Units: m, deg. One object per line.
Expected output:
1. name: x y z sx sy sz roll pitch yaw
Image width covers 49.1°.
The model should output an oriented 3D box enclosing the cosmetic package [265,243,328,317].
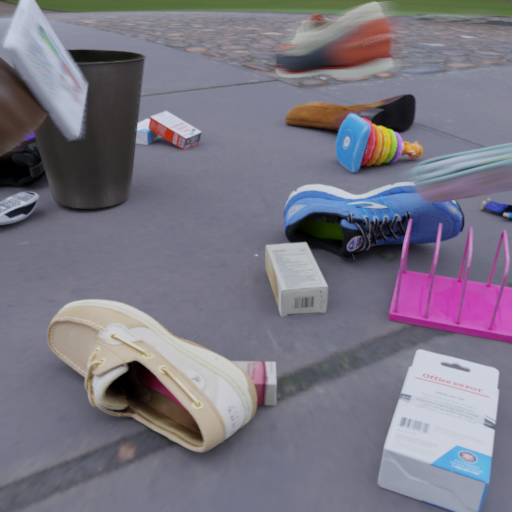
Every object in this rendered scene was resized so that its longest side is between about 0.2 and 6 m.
1. cosmetic package: 0.592 0.336 8.665 0.725 0.490 1.378 -4 30 -6

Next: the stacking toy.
1. stacking toy: 3.112 -2.657 13.576 2.133 1.238 1.171 2 29 -20

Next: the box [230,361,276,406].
1. box: -0.087 1.522 6.704 0.652 0.355 0.417 0 29 0

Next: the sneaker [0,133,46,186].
1. sneaker: -4.939 -2.249 12.696 3.389 1.178 1.686 -21 37 -22

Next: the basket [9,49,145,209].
1. basket: -3.423 -2.545 11.264 2.565 2.844 1.934 -18 33 -37

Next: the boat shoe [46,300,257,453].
1. boat shoe: -1.428 1.317 6.357 2.866 1.056 0.991 16 28 25

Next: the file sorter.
1. file sorter: 3.002 0.273 8.086 1.873 1.175 1.302 9 30 16

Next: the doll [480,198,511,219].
1. doll: 5.018 -0.899 11.118 0.663 0.236 0.972 -25 38 -35

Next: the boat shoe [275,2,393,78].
1. boat shoe: 0.927 -2.835 7.484 0.880 0.774 2.473 -25 25 -15

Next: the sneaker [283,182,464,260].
1. sneaker: 1.937 -0.459 9.617 3.092 1.214 1.378 0 36 17

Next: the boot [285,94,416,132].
1. boot: 2.836 -4.145 16.490 3.037 1.040 2.859 19 43 42

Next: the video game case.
1. video game case: -3.057 -2.775 8.320 0.192 1.618 1.473 -16 48 8

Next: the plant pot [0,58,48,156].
1. plant pot: -3.984 -2.343 7.729 1.477 1.581 1.477 -15 45 16

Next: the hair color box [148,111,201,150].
1. hair color box: -2.170 -3.345 14.927 1.242 0.397 0.689 32 39 17

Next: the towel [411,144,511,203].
1. towel: 3.151 -1.151 8.215 1.575 0.379 1.348 -8 -14 22

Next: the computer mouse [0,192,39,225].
1. computer mouse: -4.877 -0.707 10.678 0.955 0.382 1.741 16 39 35

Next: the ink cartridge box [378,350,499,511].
1. ink cartridge box: 1.999 1.800 5.988 0.980 0.573 1.690 13 32 21

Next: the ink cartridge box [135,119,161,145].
1. ink cartridge box: -3.004 -3.420 15.433 0.651 0.375 1.124 10 31 17
